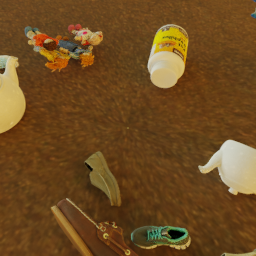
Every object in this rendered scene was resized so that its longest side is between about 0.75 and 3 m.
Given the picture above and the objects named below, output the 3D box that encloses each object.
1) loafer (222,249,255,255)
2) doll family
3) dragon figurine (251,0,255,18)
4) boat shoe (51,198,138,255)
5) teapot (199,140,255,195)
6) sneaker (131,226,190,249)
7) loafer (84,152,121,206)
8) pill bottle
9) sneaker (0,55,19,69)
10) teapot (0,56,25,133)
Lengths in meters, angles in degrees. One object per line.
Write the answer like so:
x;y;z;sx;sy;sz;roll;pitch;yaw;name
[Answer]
2.272;2.903;5.963;1.617;0.612;0.552;-22;62;-15;loafer
-2.161;-2.793;10.066;2.870;1.293;1.781;-22;47;-37;doll family
2.983;-2.691;5.803;2.454;1.220;0.722;31;96;37;dragon figurine
-0.447;2.574;5.990;1.038;1.039;2.951;-38;69;-23;boat shoe
2.909;1.121;6.966;1.625;1.603;1.186;27;92;46;teapot
0.755;2.402;6.332;1.363;0.622;0.529;-1;53;0;sneaker
-0.652;1.344;7.167;0.564;0.636;1.672;-20;46;-13;loafer
1.372;-2.440;9.593;1.213;1.213;2.221;9;54;7;pill bottle
-4.533;-2.260;9.967;1.329;0.491;0.545;11;61;19;sneaker
-4.198;-0.902;8.225;2.107;1.559;2.135;-9;54;-6;teapot
